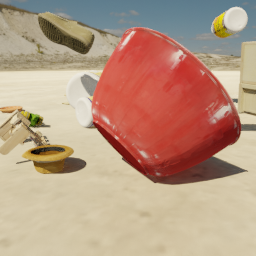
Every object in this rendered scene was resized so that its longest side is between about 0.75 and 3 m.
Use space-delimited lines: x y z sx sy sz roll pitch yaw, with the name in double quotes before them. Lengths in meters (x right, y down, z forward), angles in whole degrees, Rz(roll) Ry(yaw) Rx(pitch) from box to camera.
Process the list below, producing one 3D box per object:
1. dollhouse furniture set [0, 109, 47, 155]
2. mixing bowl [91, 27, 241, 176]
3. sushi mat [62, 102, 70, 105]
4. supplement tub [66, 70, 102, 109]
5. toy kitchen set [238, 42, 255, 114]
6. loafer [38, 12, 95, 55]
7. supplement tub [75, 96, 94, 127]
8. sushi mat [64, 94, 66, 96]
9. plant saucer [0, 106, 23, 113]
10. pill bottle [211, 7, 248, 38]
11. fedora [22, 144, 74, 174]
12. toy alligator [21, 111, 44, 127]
"dollhouse furniture set" -2.244 0.254 5.810 0.705 0.825 1.592 -44 26 -8
"mixing bowl" 0.326 -0.149 4.589 1.380 2.548 2.548 -45 27 -10
"sushi mat" -2.405 -1.127 12.336 0.465 0.059 0.971 10 17 32
"supplement tub" -1.409 -1.456 10.755 1.466 1.466 2.016 1 14 6
"toy kitchen set" 5.558 -1.622 9.217 2.772 2.501 2.262 -10 18 -21
"loafer" -1.713 -2.690 7.855 1.862 0.708 0.628 34 55 10
"supplement tub" -0.836 -0.515 8.195 1.191 0.866 0.866 -12 18 -39
"sushi mat" -2.277 -1.506 13.606 1.019 0.129 2.130 -4 13 -32
"plant saucer" -4.320 -0.680 10.350 0.814 0.152 0.814 -1 14 0
"pill bottle" 3.520 -3.677 9.947 0.813 0.813 1.489 -1 7 -5
"fedora" -1.388 0.558 4.919 0.923 0.376 0.923 -3 12 1
"toy alligator" -2.922 -0.246 8.232 0.524 0.380 1.582 22 -9 -32
